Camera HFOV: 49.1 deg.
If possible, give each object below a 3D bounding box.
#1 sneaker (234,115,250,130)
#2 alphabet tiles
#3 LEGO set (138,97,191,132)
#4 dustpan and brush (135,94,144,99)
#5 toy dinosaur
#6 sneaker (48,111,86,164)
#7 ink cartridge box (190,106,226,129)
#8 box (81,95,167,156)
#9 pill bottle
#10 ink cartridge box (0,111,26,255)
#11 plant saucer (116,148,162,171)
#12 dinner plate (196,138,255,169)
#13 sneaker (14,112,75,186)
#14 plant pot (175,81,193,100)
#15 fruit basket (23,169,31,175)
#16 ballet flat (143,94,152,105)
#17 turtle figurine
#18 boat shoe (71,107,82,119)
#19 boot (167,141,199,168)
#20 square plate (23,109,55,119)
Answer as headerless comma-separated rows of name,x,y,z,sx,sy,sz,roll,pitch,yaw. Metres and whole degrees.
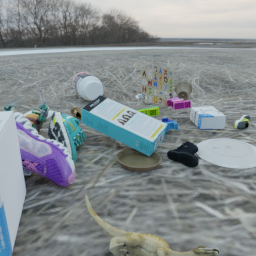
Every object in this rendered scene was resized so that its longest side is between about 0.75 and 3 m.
sneaker,4.522,-0.170,10.853,1.057,0.394,0.447,-28,40,-36
alphabet tiles,1.326,-1.896,12.419,2.081,1.740,0.079,6,-9,-42
LEGO set,0.755,-0.388,10.439,2.927,1.116,1.201,-8,18,-4
dustpan and brush,0.848,-1.792,15.290,0.809,0.232,0.565,-5,21,-13
toy dinosaur,0.136,2.034,4.741,2.644,0.769,1.337,15,9,17
sneaker,-1.831,0.231,8.756,1.106,1.077,2.778,12,23,-22
ink cartridge box,3.140,-0.420,11.152,0.973,0.562,1.333,-2,21,-6
box,-0.154,-0.132,8.789,2.538,0.624,1.044,25,42,20
pill bottle,-2.086,-2.173,14.816,1.278,1.278,2.309,-8,22,-21
ink cartridge box,-3.578,1.035,5.076,2.850,2.091,2.081,-5,21,-11
plant saucer,0.308,0.911,8.045,1.325,0.195,1.325,3,19,-1
dinner plate,3.148,0.678,8.727,2.075,0.251,2.075,-1,20,1
sneaker,-2.504,0.679,6.992,2.712,1.091,1.199,32,36,22
plant pot,2.935,-1.929,14.899,0.945,0.945,0.820,5,37,12
fruit basket,-3.795,0.813,7.642,2.302,1.079,2.132,10,17,-19
ballet flat,0.967,-1.499,14.318,0.371,0.367,1.091,-5,21,-14
turtle figurine,-3.540,-0.294,9.939,1.814,1.220,2.423,-10,34,14
boat shoe,-2.136,-0.629,11.970,1.062,0.402,0.392,17,29,40
boot,1.822,0.738,8.262,0.908,0.413,1.080,-22,23,-37
square plate,-3.919,-0.601,12.209,1.203,0.171,1.191,6,22,16
